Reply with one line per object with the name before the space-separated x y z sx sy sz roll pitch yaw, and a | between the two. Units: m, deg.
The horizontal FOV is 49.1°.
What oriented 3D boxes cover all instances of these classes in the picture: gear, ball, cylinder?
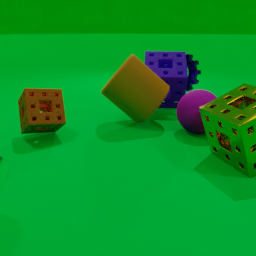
gear | 2.137 -2.188 11.165 1.556 1.556 0.288 19 22 41
ball | 1.791 -0.410 7.076 1.118 1.118 1.118 0 20 0
cylinder | 0.192 -1.045 7.592 1.348 1.348 1.348 40 18 -10

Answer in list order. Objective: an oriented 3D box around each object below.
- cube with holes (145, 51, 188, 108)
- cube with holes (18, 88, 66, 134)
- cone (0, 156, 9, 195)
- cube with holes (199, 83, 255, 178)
cube with holes | 1.190 -1.588 9.220 1.309 1.309 1.309 2 50 4
cube with holes | -2.091 -0.393 6.754 0.859 0.859 0.859 -3 -13 -32
cone | -1.949 1.089 3.331 1.198 1.198 1.202 -10 54 -26
cube with holes | 2.308 -0.009 5.428 1.146 1.146 1.146 -28 27 -11
